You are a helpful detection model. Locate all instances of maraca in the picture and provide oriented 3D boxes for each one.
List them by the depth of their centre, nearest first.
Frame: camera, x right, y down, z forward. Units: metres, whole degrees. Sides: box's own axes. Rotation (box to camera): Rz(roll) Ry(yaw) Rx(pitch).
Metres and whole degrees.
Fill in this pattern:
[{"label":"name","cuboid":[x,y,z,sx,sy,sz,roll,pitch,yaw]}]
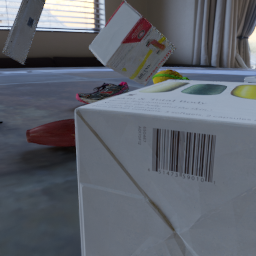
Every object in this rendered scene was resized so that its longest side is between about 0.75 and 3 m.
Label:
[{"label":"maraca","cuboid":[2.792,-2.810,17.170,2.709,1.449,1.858,11,-10,26]}]

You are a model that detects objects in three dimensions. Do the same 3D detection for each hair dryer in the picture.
[{"label":"hair dryer","cuboid":[-1.653,0.131,8.508,2.875,0.781,2.189,-7,0,-43]}]

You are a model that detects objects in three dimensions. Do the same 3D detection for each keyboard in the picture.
[{"label":"keyboard","cuboid":[-2.825,-3.017,7.867,0.127,2.387,0.672,9,-12,31]}]

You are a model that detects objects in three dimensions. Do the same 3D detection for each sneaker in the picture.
[{"label":"sneaker","cuboid":[-1.271,-1.753,14.185,2.848,1.063,1.148,-10,18,-29]}]

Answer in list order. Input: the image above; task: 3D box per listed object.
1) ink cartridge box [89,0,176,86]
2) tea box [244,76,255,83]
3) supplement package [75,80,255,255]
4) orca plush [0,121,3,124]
[{"label":"ink cartridge box","cuboid":[0.302,-3.138,11.017,1.238,2.155,2.969,50,19,28]},{"label":"tea box","cuboid":[5.418,-0.607,8.492,2.710,1.840,2.754,-9,18,-29]},{"label":"supplement package","cuboid":[1.027,0.578,3.661,2.137,2.121,2.816,7,17,25]},{"label":"orca plush","cuboid":[-4.993,-0.313,9.881,1.155,0.411,0.608,10,28,-45]}]
